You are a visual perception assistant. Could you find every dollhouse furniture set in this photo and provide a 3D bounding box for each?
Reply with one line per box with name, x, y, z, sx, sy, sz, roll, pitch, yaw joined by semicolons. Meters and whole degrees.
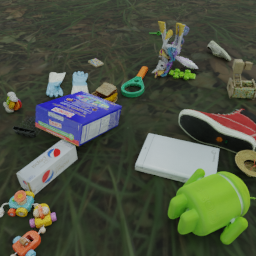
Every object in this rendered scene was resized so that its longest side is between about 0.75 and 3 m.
dollhouse furniture set;5.715;-2.188;12.814;1.860;1.645;1.034;4;41;6

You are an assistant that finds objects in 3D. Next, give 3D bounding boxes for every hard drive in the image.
hard drive;1.786;1.103;9.950;2.676;0.357;1.765;13;42;14

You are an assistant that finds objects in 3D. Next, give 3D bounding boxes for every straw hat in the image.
straw hat;4.197;1.366;9.513;1.243;0.526;1.243;2;44;-1

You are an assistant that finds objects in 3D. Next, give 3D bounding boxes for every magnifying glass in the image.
magnifying glass;0.474;-2.367;14.054;1.102;0.310;2.769;9;39;17

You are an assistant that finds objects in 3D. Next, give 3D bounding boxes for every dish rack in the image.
dish rack;-3.899;-0.133;11.411;0.997;0.355;1.300;13;42;14

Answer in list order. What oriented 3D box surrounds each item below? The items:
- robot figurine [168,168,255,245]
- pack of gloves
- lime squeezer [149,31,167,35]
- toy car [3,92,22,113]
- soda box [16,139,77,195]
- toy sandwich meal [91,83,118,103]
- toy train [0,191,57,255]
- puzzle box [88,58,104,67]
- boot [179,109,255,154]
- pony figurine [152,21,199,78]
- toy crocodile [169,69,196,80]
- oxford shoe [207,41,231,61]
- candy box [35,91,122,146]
robot figurine;2.372;2.110;7.970;2.434;1.408;2.135;-18;43;-19
pack of gloves;-2.999;-2.331;13.899;2.013;0.473;2.396;-5;41;-5
lime squeezer;2.161;-6.412;18.845;1.420;0.268;0.501;-5;41;-5
toy car;-5.050;-1.110;12.386;0.651;0.760;0.868;12;25;-44
soda box;-2.668;1.278;9.478;0.653;0.698;2.050;26;46;27
toy sandwich meal;-1.117;-1.521;12.907;1.472;0.504;1.472;0;40;0
toy train;-3.030;2.601;8.011;2.138;0.595;1.606;32;50;31
puzzle box;-1.801;-3.669;15.741;0.531;0.101;0.798;-29;48;-30
boot;3.632;-0.301;11.107;2.996;1.085;2.161;24;45;14
pony figurine;2.350;-4.017;14.631;2.639;2.734;2.277;-14;32;-40
toy crocodile;2.781;-2.737;14.443;1.380;0.426;0.466;9;82;8
oxford shoe;5.286;-4.387;16.294;0.546;0.711;1.891;-43;53;12
candy box;-1.855;-0.470;10.848;2.171;0.989;2.568;23;28;25
